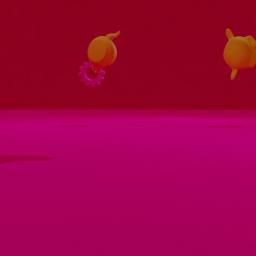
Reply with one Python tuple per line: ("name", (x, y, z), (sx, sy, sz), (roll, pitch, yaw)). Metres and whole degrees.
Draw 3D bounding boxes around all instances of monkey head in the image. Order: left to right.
("monkey head", (3.557, -2.370, 9.063), (0.986, 1.637, 1.177), (-6, 0, 3))

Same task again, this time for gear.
("gear", (-1.564, -2.351, 12.084), (1.097, 1.097, 0.203), (0, 22, 2))

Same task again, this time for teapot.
("teapot", (-0.763, -2.492, 9.140), (0.986, 1.585, 0.776), (39, 20, 24))
